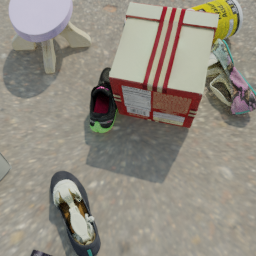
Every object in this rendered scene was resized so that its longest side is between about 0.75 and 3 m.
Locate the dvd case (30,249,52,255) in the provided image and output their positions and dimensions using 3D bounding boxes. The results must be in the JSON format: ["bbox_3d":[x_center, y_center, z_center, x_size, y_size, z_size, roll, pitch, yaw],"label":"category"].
[{"bbox_3d":[-1.140,3.766,5.536,2.559,0.204,1.903,14,58,9],"label":"dvd case"}]

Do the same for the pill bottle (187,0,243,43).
[{"bbox_3d":[2.554,-3.517,9.660,2.439,1.357,1.357,-23,60,-13],"label":"pill bottle"}]

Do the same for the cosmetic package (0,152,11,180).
[{"bbox_3d":[-4.340,0.499,7.045,2.505,1.318,0.890,27,61,15],"label":"cosmetic package"}]

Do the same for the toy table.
[{"bbox_3d":[-2.682,-3.444,9.372,2.742,1.747,2.983,6,58,4],"label":"toy table"}]

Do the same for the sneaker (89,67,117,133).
[{"bbox_3d":[-0.609,-0.971,8.203,0.882,0.963,2.299,3,57,2],"label":"sneaker"}]

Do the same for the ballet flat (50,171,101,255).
[{"bbox_3d":[-1.255,1.826,6.470,0.839,0.839,2.297,-23,59,-14],"label":"ballet flat"}]

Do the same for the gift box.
[{"bbox_3d":[0.897,-1.693,7.814,2.571,2.787,2.602,14,73,5],"label":"gift box"}]

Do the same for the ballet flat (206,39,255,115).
[{"bbox_3d":[2.990,-1.635,8.743,1.047,1.017,2.943,-20,57,10],"label":"ballet flat"}]
